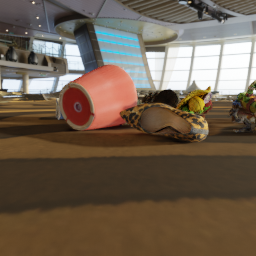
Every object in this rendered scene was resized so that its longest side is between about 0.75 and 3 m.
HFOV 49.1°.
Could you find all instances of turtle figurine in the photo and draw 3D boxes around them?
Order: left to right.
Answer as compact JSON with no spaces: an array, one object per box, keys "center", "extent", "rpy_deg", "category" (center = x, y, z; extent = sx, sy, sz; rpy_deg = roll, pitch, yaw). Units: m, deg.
[{"center":[5.365,-1.182,10.665],"extent":[2.258,1.625,2.190],"rpy_deg":[-28,44,-3],"category":"turtle figurine"}]

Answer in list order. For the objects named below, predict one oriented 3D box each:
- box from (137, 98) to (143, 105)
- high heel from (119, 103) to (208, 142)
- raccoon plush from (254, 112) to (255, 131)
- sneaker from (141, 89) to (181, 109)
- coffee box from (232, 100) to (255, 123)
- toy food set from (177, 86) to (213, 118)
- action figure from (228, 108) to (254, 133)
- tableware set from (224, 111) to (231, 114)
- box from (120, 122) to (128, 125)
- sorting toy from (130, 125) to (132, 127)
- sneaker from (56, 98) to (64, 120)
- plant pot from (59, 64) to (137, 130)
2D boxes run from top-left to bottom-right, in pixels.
[{"center":[0.025,-0.937,13.051],"extent":[1.232,0.677,1.401],"rpy_deg":[4,-17,29],"category":"box"},{"center":[0.855,-0.237,7.928],"extent":[2.816,1.005,2.007],"rpy_deg":[11,4,16],"category":"high heel"},{"center":[5.090,-0.073,9.294],"extent":[1.883,0.911,1.262],"rpy_deg":[28,-23,-29],"category":"raccoon plush"},{"center":[1.815,-1.053,13.110],"extent":[1.305,1.093,2.949],"rpy_deg":[32,-5,-22],"category":"sneaker"},{"center":[5.490,-0.727,12.106],"extent":[1.778,1.017,0.709],"rpy_deg":[2,7,7],"category":"coffee box"},{"center":[2.781,-0.734,10.918],"extent":[1.512,0.839,2.570],"rpy_deg":[-34,-17,7],"category":"toy food set"},{"center":[3.701,-0.163,9.251],"extent":[0.534,1.047,0.622],"rpy_deg":[-37,15,31],"category":"action figure"},{"center":[5.370,-0.510,13.467],"extent":[0.918,0.278,1.389],"rpy_deg":[10,8,-25],"category":"tableware set"},{"center":[-0.405,-0.214,11.579],"extent":[0.793,0.128,0.480],"rpy_deg":[6,9,34],"category":"box"},{"center":[0.867,-0.210,11.208],"extent":[1.584,0.289,1.467],"rpy_deg":[-4,7,-1],"category":"sorting toy"},{"center":[-3.011,-0.918,14.516],"extent":[1.391,0.973,2.408],"rpy_deg":[1,13,-19],"category":"sneaker"},{"center":[-1.154,-0.991,10.122],"extent":[2.360,2.360,2.088],"rpy_deg":[5,19,35],"category":"plant pot"}]
